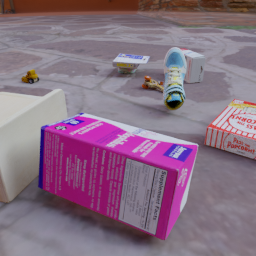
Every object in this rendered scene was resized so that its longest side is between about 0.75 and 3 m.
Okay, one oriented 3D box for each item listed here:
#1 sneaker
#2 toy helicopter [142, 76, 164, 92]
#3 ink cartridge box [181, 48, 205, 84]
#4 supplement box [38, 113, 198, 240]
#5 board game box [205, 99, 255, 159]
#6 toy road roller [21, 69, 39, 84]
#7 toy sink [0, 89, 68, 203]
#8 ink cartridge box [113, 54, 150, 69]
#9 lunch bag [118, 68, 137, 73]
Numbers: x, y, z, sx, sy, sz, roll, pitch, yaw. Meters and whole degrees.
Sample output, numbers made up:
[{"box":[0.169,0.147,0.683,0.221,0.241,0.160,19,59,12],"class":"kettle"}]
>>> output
[{"box":[1.623,-1.582,9.515,0.837,2.106,1.375,-1,25,5],"class":"sneaker"},{"box":[1.254,-1.812,12.019,0.814,0.486,1.231,-14,41,-45],"class":"toy helicopter"},{"box":[2.810,-2.952,13.211,0.697,1.227,1.683,-10,29,-19],"class":"ink cartridge box"},{"box":[-0.226,0.776,5.544,2.777,1.435,1.405,16,21,21],"class":"supplement box"},{"box":[3.677,-0.002,8.233,1.957,0.598,2.583,17,32,30],"class":"board game box"},{"box":[-4.499,-2.402,12.862,0.787,0.575,0.484,13,30,23],"class":"toy road roller"},{"box":[-2.746,0.167,6.735,1.473,1.713,2.628,9,30,17],"class":"toy sink"},{"box":[0.207,-3.308,13.922,1.632,0.383,1.613,9,27,7],"class":"ink cartridge box"},{"box":[-0.002,-3.120,14.384,0.921,0.443,1.148,8,29,9],"class":"lunch bag"}]
